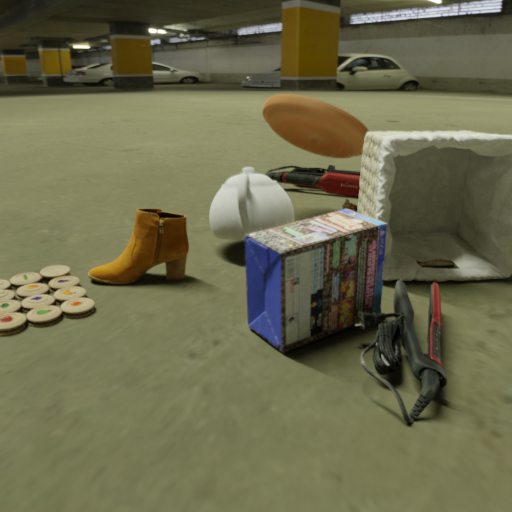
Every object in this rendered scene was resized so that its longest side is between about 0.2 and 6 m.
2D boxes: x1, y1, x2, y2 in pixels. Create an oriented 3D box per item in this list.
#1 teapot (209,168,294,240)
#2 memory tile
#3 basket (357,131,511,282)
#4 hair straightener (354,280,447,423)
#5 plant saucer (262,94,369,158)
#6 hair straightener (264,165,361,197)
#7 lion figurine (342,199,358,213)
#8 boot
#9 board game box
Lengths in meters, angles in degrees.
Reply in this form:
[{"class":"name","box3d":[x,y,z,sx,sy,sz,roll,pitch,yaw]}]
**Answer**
[{"class":"teapot","box3d":[-0.120,-1.104,11.415,1.870,1.384,1.895,-11,12,-37]},{"class":"memory tile","box3d":[-3.729,0.682,9.434,1.627,0.178,2.123,-12,24,-29]},{"class":"basket","box3d":[3.349,-1.094,10.656,2.625,2.649,2.130,-1,19,-4]},{"class":"hair straightener","box3d":[1.960,1.185,7.768,1.212,0.645,3.150,5,26,14]},{"class":"plant saucer","box3d":[1.365,-2.901,13.004,2.622,0.423,2.622,21,-6,2]},{"class":"hair straightener","box3d":[1.897,-2.213,16.498,3.596,0.736,1.384,4,20,22]},{"class":"lion figurine","box3d":[2.680,-1.169,14.125,0.976,0.354,0.598,10,11,-14]},{"class":"boot","box3d":[-2.148,-0.206,10.135,1.853,1.327,0.652,-2,20,-4]},{"class":"board game box","box3d":[0.895,0.302,8.355,1.938,1.545,0.938,-15,26,-30]}]
